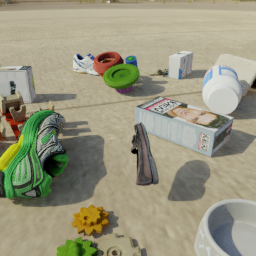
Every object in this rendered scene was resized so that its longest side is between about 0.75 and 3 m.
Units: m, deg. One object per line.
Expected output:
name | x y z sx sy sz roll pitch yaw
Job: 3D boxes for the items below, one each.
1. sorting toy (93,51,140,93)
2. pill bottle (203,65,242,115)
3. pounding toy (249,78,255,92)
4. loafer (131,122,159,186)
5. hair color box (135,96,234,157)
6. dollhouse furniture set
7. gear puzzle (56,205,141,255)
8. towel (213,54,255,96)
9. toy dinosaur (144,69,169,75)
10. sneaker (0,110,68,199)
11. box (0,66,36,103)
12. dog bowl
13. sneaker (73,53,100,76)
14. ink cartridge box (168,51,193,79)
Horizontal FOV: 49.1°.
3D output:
sorting toy | -0.322 -2.010 10.796 1.580 1.079 2.629 -23 45 -11
pill bottle | 2.946 -1.199 8.846 1.155 1.155 2.059 7 29 14
pounding toy | 5.020 -1.691 10.170 1.721 0.787 1.512 22 35 37
loafer | 0.226 0.447 5.146 0.415 0.473 1.317 -12 53 -2
hair color box | 1.394 -0.132 7.279 2.257 0.684 1.117 22 34 35
dollhouse furniture set | -2.870 -0.169 7.465 1.755 0.904 1.736 -16 43 -28
gear puzzle | -0.403 1.874 3.809 1.280 0.324 2.472 -4 28 -7
towel | 3.893 -2.004 10.394 0.335 1.286 1.941 23 11 -38
toy dinosaur | 1.405 -2.410 12.098 1.318 0.313 0.581 -10 14 -17
sneaker | -1.756 0.528 5.911 1.132 1.037 2.658 11 33 -3
box | -4.173 -1.437 9.324 1.970 1.149 0.592 -1 25 0
dog bowl | 1.770 1.656 4.107 1.541 0.452 1.541 1 28 0
sneaker | -1.559 -2.804 12.260 1.922 0.847 0.723 9 27 14
ink cartridge box | 2.260 -2.709 11.977 0.536 0.920 1.273 18 33 31
